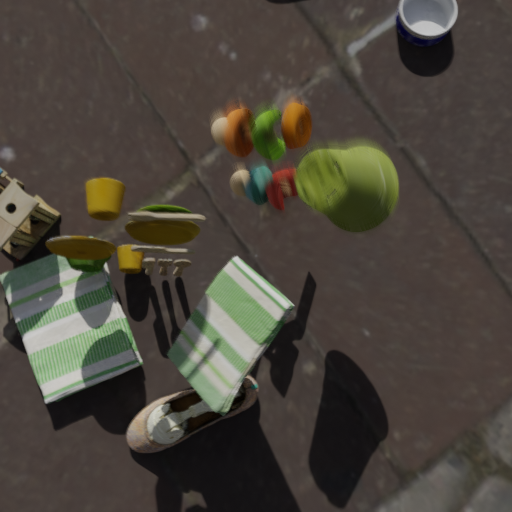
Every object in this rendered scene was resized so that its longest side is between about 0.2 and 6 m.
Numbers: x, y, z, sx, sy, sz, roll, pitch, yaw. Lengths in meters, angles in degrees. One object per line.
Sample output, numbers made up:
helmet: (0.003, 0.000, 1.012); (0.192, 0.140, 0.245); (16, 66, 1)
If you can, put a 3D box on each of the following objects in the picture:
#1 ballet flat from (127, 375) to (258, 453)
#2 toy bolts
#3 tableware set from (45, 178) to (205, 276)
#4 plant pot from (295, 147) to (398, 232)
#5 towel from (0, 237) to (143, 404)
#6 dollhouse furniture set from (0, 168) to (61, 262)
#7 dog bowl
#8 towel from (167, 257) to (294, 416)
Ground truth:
ballet flat: (-1.103, 2.553, 9.196); (2.382, 0.801, 0.811); (-27, 79, -3)
toy bolts: (0.082, -1.561, 8.490); (1.060, 1.460, 1.528); (11, 123, 31)
tableware set: (-1.982, -0.316, 8.278); (2.184, 3.243, 0.498); (2, 74, -12)
plant pot: (1.113, -0.951, 7.490); (1.205, 1.145, 1.205); (-1, 89, 36)
towel: (-3.175, 1.082, 9.581); (1.834, 0.281, 2.404); (-23, 81, -2)
dollhouse furniture set: (-4.434, -0.846, 9.454); (1.588, 1.119, 1.113); (38, 84, 3)
dog bowl: (3.096, -4.400, 10.249); (1.033, 0.407, 1.033); (0, 83, 0)
towel: (-0.403, 1.096, 7.979); (1.437, 0.220, 1.884); (40, 103, 37)
